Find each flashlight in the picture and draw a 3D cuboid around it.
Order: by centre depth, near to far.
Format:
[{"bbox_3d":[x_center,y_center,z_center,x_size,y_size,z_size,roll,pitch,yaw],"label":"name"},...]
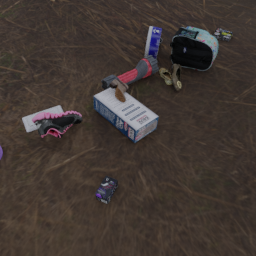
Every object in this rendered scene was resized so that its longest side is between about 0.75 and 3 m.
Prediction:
[{"bbox_3d":[0.091,-2.432,12.695,2.725,0.926,0.922,-27,94,-23],"label":"flashlight"}]

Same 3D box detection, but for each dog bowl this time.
[{"bbox_3d":[1.251,-4.215,13.935,0.609,1.547,1.547,10,50,3],"label":"dog bowl"}]

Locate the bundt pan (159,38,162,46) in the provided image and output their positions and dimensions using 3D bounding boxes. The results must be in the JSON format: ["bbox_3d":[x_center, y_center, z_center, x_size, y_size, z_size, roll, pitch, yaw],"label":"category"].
[{"bbox_3d":[1.462,-4.637,15.132,0.778,0.292,0.778,0,50,0],"label":"bundt pan"}]

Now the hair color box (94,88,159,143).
[{"bbox_3d":[-0.132,-0.628,11.329,1.269,0.768,2.538,-32,56,-30],"label":"hair color box"}]

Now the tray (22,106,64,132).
[{"bbox_3d":[-3.485,-0.444,11.616,1.666,0.185,0.894,-21,54,-17],"label":"tray"}]

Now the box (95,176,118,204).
[{"bbox_3d":[-0.702,2.051,9.329,0.465,0.403,0.760,20,52,16],"label":"box"}]

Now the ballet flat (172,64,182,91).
[{"bbox_3d":[2.309,-2.412,13.016,0.425,0.618,1.833,-16,40,22],"label":"ballet flat"}]

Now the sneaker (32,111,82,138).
[{"bbox_3d":[-2.554,-0.077,10.567,2.071,0.818,0.988,-8,70,-45],"label":"sneaker"}]

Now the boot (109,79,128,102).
[{"bbox_3d":[-0.253,-1.561,11.454,1.108,0.389,0.810,53,38,10],"label":"boot"}]

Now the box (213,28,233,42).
[{"bbox_3d":[5.304,-5.225,15.684,0.955,0.211,0.765,23,53,18],"label":"box"}]

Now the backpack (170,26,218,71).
[{"bbox_3d":[3.228,-3.749,13.359,2.060,1.829,1.551,24,57,23],"label":"backpack"}]

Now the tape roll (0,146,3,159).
[{"bbox_3d":[-5.282,0.933,10.302,1.181,0.387,1.181,1,50,-1],"label":"tape roll"}]

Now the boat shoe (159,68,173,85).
[{"bbox_3d":[1.837,-2.517,13.261,0.433,0.370,1.181,-16,51,-13],"label":"boat shoe"}]
